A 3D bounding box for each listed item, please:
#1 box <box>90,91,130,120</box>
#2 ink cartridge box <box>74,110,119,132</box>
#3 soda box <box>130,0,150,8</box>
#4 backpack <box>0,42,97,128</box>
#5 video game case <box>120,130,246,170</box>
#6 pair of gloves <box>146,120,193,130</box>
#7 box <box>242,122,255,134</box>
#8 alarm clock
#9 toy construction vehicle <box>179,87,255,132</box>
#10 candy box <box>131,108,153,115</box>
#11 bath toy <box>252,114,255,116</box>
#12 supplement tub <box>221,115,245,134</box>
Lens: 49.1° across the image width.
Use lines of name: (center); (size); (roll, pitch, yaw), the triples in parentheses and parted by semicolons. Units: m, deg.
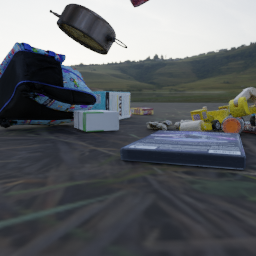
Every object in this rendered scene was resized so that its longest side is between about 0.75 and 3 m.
box: (-0.701, -0.964, 12.214); (0.728, 1.219, 2.963); (2, 6, 20)
ink cartridge box: (-1.001, -0.243, 8.535); (1.013, 0.585, 1.387); (-3, 7, -25)
soda box: (-0.047, -2.611, 3.898); (0.594, 1.697, 0.538); (-26, 20, 11)
backpack: (-2.578, -1.209, 9.133); (2.836, 1.908, 2.589); (4, -29, -41)
video game case: (1.155, 0.309, 5.236); (1.815, 0.241, 2.541); (2, 6, 20)
pair of gloves: (1.444, -0.117, 8.781); (1.659, 0.291, 1.411); (2, 6, 13)
box: (3.770, 0.002, 7.769); (0.927, 0.270, 1.354); (-3, 7, -22)
alarm clock: (-0.827, -2.361, 6.859); (2.123, 0.707, 1.432); (32, 1, 27)
toy construction vehicle: (2.754, -0.447, 7.443); (2.616, 0.921, 2.277); (-8, -1, -39)
candy box: (0.789, -0.972, 16.103); (0.767, 0.371, 1.314); (-4, 6, -27)
bath toy: (5.115, -0.445, 8.722); (0.994, 1.170, 2.690); (-35, 17, -7)
supplement tub: (2.741, -0.077, 7.301); (0.531, 0.531, 0.867); (3, 8, 27)
